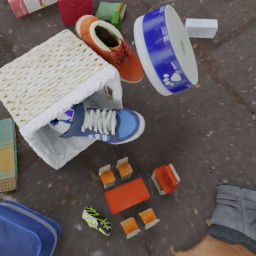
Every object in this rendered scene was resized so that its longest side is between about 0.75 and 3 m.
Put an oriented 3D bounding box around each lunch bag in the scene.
[{"bbox_3d":[-2.986,2.838,7.099,2.226,1.473,1.512,24,87,9],"label":"lunch bag"}]

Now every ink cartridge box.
[{"bbox_3d":[-3.469,-5.504,10.835,2.560,0.864,1.491,-26,70,-9],"label":"ink cartridge box"}]

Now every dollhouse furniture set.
[{"bbox_3d":[-0.719,-4.258,10.344,1.068,0.818,1.631,11,68,4],"label":"dollhouse furniture set"},{"bbox_3d":[0.347,1.685,7.663,1.942,1.011,1.963,-21,69,-17],"label":"dollhouse furniture set"}]

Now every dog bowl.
[{"bbox_3d":[1.038,-1.965,7.217,0.841,2.135,2.135,-16,65,27],"label":"dog bowl"}]

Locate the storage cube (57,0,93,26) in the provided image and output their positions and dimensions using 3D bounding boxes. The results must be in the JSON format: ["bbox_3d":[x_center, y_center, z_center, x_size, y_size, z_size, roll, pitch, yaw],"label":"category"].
[{"bbox_3d":[-1.925,-4.713,10.310,1.178,1.239,1.379,-7,67,-3],"label":"storage cube"}]

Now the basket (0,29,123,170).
[{"bbox_3d":[-1.823,-0.765,7.889,2.769,2.744,2.227,-37,70,-13],"label":"basket"}]

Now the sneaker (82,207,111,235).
[{"bbox_3d":[-0.860,2.622,7.777,0.984,0.371,0.376,38,116,23],"label":"sneaker"}]

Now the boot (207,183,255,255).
[{"bbox_3d":[3.519,2.504,7.580,2.503,0.873,1.648,22,65,5],"label":"boot"}]

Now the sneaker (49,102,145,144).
[{"bbox_3d":[-0.996,-0.163,7.412,2.437,1.784,0.982,2,83,32],"label":"sneaker"}]

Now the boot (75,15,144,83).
[{"bbox_3d":[-0.296,-2.014,7.666,0.923,2.460,1.319,-53,32,0],"label":"boot"}]

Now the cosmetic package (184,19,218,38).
[{"bbox_3d":[2.641,-3.638,10.230,1.108,0.562,0.395,3,67,0],"label":"cosmetic package"}]

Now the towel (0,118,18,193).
[{"bbox_3d":[-4.245,0.904,8.551,1.690,0.250,2.305,-11,69,-4],"label":"towel"}]
